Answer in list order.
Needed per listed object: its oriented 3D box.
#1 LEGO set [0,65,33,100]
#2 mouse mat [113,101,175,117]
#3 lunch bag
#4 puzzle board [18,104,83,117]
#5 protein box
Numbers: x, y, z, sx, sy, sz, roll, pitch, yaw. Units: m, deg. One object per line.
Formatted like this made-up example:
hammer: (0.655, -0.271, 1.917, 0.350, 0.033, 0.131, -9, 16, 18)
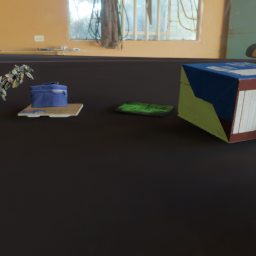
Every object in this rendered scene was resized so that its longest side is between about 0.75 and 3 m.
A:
LEGO set: (-3.697, -1.519, 8.655, 0.634, 1.452, 2.236, 43, 4, -7)
mouse mat: (0.574, -0.652, 9.449, 1.812, 0.068, 1.458, 7, 20, 20)
lunch bag: (-2.422, -1.028, 8.688, 1.153, 0.763, 0.783, -2, 3, 19)
puzzle board: (-2.469, -0.576, 9.171, 1.806, 0.157, 1.361, -1, 18, 0)
protein box: (2.789, -0.803, 7.145, 2.159, 1.457, 2.143, -7, 22, -22)
